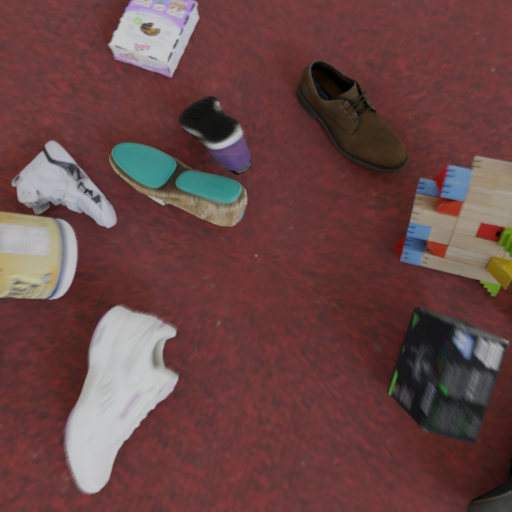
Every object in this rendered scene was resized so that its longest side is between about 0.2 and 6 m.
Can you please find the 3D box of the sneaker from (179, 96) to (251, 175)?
[{"bbox_3d":[-0.727,-2.096,10.045,0.817,0.944,2.157,-31,39,-1],"label":"sneaker"}]

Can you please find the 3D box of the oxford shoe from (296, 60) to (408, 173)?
[{"bbox_3d":[1.750,-2.522,10.179,2.598,1.097,0.944,43,78,7],"label":"oxford shoe"}]

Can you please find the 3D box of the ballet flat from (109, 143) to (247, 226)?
[{"bbox_3d":[-1.409,-1.165,9.872,2.742,0.895,0.967,25,57,21],"label":"ballet flat"}]

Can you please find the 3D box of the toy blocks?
[{"bbox_3d":[3.361,-0.613,9.147,1.890,2.765,1.382,15,54,14],"label":"toy blocks"}]

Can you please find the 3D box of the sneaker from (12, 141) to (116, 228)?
[{"bbox_3d":[-3.451,-1.026,10.016,1.168,0.763,2.032,-41,76,-7],"label":"sneaker"}]

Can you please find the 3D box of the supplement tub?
[{"bbox_3d":[-4.055,-0.011,9.031,1.920,1.386,1.386,6,73,-39],"label":"supplement tub"}]

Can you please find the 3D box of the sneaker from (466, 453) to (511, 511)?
[{"bbox_3d":[4.375,3.166,8.975,2.855,1.068,1.517,-18,72,-13],"label":"sneaker"}]

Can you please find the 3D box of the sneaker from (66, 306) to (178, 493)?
[{"bbox_3d":[-2.088,2.318,8.871,1.445,1.086,2.901,11,83,8],"label":"sneaker"}]

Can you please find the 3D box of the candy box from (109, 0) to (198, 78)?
[{"bbox_3d":[-1.967,-4.377,10.885,1.228,0.524,1.464,20,77,5],"label":"candy box"}]

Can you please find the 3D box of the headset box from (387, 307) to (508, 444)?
[{"bbox_3d":[2.867,1.747,8.700,0.835,1.800,1.567,16,94,-5],"label":"headset box"}]
